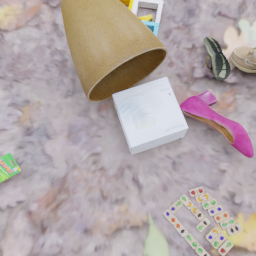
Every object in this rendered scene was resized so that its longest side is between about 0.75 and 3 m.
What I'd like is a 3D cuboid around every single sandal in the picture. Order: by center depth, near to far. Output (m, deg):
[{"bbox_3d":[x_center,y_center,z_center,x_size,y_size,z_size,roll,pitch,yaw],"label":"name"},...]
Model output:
[{"bbox_3d":[2.630,-2.067,8.532,0.683,0.491,1.719,15,51,-27],"label":"sandal"}]

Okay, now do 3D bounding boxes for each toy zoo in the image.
[{"bbox_3d":[0.058,-3.355,9.067,1.905,0.297,2.904,9,72,5],"label":"toy zoo"}]

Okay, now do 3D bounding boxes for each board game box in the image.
[{"bbox_3d":[-3.450,1.173,7.295,1.210,0.181,0.578,-30,93,-2],"label":"board game box"}]

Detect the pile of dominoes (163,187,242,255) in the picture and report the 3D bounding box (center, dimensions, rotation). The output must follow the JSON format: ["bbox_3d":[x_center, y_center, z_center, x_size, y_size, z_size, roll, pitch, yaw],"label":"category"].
[{"bbox_3d":[1.965,2.420,7.233,1.335,0.273,1.713,-41,77,-12],"label":"pile of dominoes"}]

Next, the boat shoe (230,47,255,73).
[{"bbox_3d":[3.796,-1.978,7.866,0.828,0.750,2.323,-33,37,-8],"label":"boat shoe"}]

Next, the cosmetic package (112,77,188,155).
[{"bbox_3d":[0.577,-0.315,7.723,1.587,0.979,1.592,-19,75,-3],"label":"cosmetic package"}]

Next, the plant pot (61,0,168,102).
[{"bbox_3d":[-0.659,-2.400,7.445,2.416,2.416,2.593,-31,83,-9],"label":"plant pot"}]

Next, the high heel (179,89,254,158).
[{"bbox_3d":[2.356,0.018,7.523,1.072,0.753,2.236,-30,78,-9],"label":"high heel"}]
